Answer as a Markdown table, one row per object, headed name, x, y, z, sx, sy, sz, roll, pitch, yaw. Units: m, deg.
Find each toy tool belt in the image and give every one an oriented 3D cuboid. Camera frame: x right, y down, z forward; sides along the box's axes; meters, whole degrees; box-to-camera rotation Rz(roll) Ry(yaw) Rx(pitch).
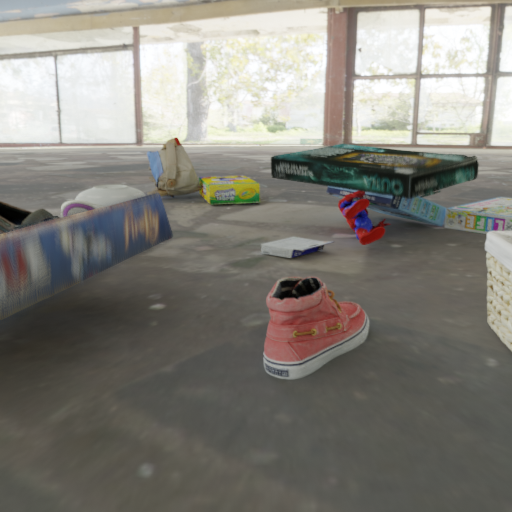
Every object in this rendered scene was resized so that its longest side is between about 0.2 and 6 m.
| name | x | y | z | sx | sy | sz | roll | pitch | yaw |
| --- | --- | --- | --- | --- | --- | --- | --- | --- | --- |
| toy tool belt | -2.794 | -2.681 | 17.076 | 1.563 | 1.588 | 2.544 | -23 | 43 | -6 |

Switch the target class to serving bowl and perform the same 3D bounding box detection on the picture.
| name | x | y | z | sx | sy | sz | roll | pitch | yaw |
| --- | --- | --- | --- | --- | --- | --- | --- | --- | --- |
| serving bowl | -3.735 | -1.470 | 14.452 | 1.977 | 0.650 | 1.977 | -1 | 13 | 0 |

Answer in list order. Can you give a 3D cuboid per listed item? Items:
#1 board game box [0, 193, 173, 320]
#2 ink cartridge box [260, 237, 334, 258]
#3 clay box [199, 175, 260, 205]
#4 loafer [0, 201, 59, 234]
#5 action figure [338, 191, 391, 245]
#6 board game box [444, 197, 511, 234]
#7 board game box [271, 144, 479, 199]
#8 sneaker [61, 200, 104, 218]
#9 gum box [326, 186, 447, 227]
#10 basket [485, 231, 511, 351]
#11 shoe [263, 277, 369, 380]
| name | x | y | z | sx | sy | sz | roll | pitch | yaw |
| --- | --- | --- | --- | --- | --- | --- | --- | --- | --- |
| board game box | -2.785 | 0.118 | 5.951 | 2.435 | 0.622 | 3.595 | -11 | 10 | 20 |
| ink cartridge box | 0.744 | -0.141 | 9.969 | 0.964 | 0.196 | 0.962 | 9 | 16 | 43 |
| clay box | -0.795 | -1.941 | 16.395 | 1.458 | 0.604 | 2.538 | -4 | 14 | -13 |
| loafer | -4.166 | -0.534 | 10.255 | 2.641 | 0.831 | 0.949 | 8 | 13 | 28 |
| action figure | 2.060 | -0.802 | 11.037 | 0.722 | 0.914 | 2.795 | -35 | 5 | 8 |
| board game box | 5.689 | -0.882 | 12.475 | 2.638 | 0.452 | 1.774 | -13 | 19 | -41 |
| board game box | 2.351 | -1.819 | 11.545 | 2.382 | 0.496 | 3.522 | -17 | 24 | -38 |
| sneaker | -2.771 | -0.683 | 10.419 | 1.715 | 0.642 | 0.854 | 21 | 5 | -28 |
| gum box | 2.893 | -1.223 | 12.388 | 2.088 | 0.465 | 1.774 | 12 | 6 | -42 |
| basket | 3.151 | 0.475 | 5.585 | 1.272 | 1.158 | 1.877 | 1 | 13 | 5 |
| shoe | 0.689 | 0.583 | 5.852 | 0.639 | 0.814 | 1.789 | 10 | 17 | 34 |
